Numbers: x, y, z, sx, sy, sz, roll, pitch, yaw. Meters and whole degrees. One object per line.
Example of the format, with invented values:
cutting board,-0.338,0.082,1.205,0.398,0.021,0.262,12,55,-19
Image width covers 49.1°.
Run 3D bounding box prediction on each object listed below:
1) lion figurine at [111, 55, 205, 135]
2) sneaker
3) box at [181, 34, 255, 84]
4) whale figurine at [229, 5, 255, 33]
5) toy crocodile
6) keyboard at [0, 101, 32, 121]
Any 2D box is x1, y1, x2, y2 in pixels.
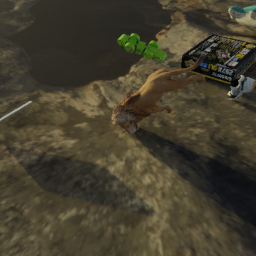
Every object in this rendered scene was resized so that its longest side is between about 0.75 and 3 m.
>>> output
lion figurine,0.707,-0.954,7.665,1.736,2.835,1.027,-6,57,-31
sneaker,3.492,-1.333,8.973,0.595,1.357,0.513,26,73,-3
box,3.681,-2.812,11.044,2.162,0.668,2.708,26,47,28
whale figurine,5.927,-5.196,12.908,2.426,1.259,1.930,34,14,26
toy crocodile,0.502,-2.895,10.224,1.898,0.586,0.641,22,67,3
keyboard,-3.516,-0.401,8.326,1.467,0.078,0.413,-36,15,-18
